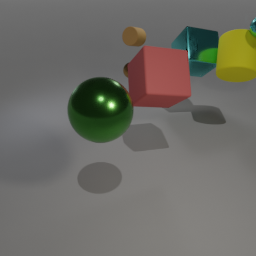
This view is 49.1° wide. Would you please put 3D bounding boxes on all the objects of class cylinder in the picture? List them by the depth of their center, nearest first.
[{"bbox_3d":[3.910,-2.529,9.968,1.400,1.400,1.400,9,-11,2],"label":"cylinder"},{"bbox_3d":[0.245,-3.530,10.835,0.700,0.700,0.700,17,20,28],"label":"cylinder"}]

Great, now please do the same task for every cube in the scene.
[{"bbox_3d":[0.888,-1.458,8.386,1.400,1.400,1.400,1,-10,-19],"label":"cube"},{"bbox_3d":[2.670,-2.996,11.212,1.400,1.400,1.400,3,-13,-16],"label":"cube"}]

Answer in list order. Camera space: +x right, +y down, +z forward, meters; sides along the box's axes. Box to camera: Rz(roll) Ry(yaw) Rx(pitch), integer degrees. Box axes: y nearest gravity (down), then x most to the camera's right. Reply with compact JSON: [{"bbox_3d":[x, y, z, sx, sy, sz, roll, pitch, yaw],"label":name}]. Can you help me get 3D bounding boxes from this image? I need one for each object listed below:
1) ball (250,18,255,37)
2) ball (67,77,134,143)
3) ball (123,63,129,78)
[{"bbox_3d":[4.301,-3.266,9.021,0.700,0.700,0.700,0,28,0],"label":"ball"},{"bbox_3d":[-0.578,-0.380,5.968,1.400,1.400,1.400,0,28,0],"label":"ball"},{"bbox_3d":[0.135,-2.493,12.123,0.700,0.700,0.700,0,28,0],"label":"ball"}]
